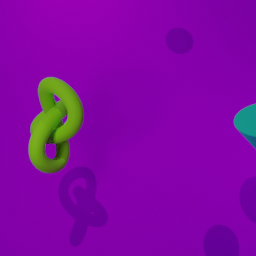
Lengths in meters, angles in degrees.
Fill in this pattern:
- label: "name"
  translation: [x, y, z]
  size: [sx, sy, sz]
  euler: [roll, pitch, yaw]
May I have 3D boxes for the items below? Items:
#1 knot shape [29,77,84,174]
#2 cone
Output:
- label: "knot shape"
  translation: [-1.510, 0.031, 5.709]
  size: [0.876, 1.896, 1.775]
  euler: [10, 75, -20]
- label: "cone"
  translation: [2.343, 0.242, 4.655]
  size: [0.992, 0.996, 0.992]
  euler: [-15, 31, 9]
